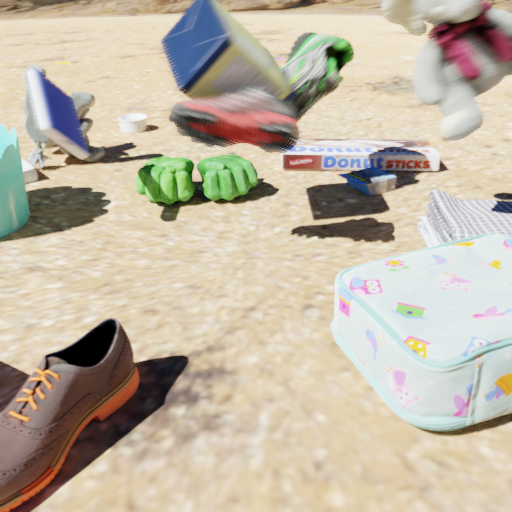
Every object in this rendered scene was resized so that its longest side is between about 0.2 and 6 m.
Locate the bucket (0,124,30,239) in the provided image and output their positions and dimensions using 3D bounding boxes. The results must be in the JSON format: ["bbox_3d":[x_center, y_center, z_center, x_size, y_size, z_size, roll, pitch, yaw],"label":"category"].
[{"bbox_3d":[-4.967,-1.209,9.360,2.306,1.500,2.306,0,28,0],"label":"bucket"}]

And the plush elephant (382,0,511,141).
[{"bbox_3d":[2.789,-3.075,7.494,1.886,1.773,2.290,-30,38,16],"label":"plush elephant"}]

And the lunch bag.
[{"bbox_3d":[2.360,0.689,6.285,2.768,1.067,2.220,-11,28,-19],"label":"lunch bag"}]

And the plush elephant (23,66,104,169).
[{"bbox_3d":[-4.239,-2.883,12.524,1.726,2.096,1.623,22,11,12],"label":"plush elephant"}]

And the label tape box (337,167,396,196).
[{"bbox_3d":[2.160,-1.452,11.055,0.968,0.306,0.698,-16,32,-27],"label":"label tape box"}]

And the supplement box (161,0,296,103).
[{"bbox_3d":[-0.425,-2.806,8.389,1.508,1.013,1.510,29,29,-41],"label":"supplement box"}]

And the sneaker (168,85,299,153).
[{"bbox_3d":[-0.271,-1.912,7.633,1.762,0.623,0.861,7,56,3],"label":"sneaker"}]

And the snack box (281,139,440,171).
[{"bbox_3d":[2.231,-2.251,12.423,3.353,0.408,1.206,1,28,2],"label":"snack box"}]

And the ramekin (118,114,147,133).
[{"bbox_3d":[-3.243,-3.492,14.791,0.737,0.359,0.737,0,29,0],"label":"ramekin"}]

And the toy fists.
[{"bbox_3d":[-1.126,-1.496,10.642,2.336,0.803,1.191,-3,29,-8],"label":"toy fists"}]

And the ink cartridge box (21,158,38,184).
[{"bbox_3d":[-5.298,-1.630,11.468,1.300,0.307,1.041,-26,38,-30],"label":"ink cartridge box"}]

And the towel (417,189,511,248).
[{"bbox_3d":[3.444,-0.376,8.567,1.501,0.776,1.813,1,28,1],"label":"towel"}]

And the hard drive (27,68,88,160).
[{"bbox_3d":[-3.114,-2.231,8.795,0.171,0.889,1.347,-32,59,13],"label":"hard drive"}]

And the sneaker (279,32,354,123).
[{"bbox_3d":[0.815,-2.935,9.486,1.023,0.937,2.402,15,66,39],"label":"sneaker"}]

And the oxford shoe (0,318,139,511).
[{"bbox_3d":[-2.029,1.406,5.162,0.845,0.861,2.374,12,31,22],"label":"oxford shoe"}]
